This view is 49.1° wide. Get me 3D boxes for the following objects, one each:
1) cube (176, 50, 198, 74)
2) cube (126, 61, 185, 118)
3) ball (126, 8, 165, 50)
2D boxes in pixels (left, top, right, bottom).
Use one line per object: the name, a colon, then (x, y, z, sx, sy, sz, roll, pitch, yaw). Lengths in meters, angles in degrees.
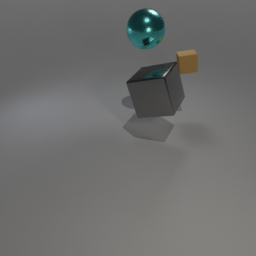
cube: (2.274, -2.552, 10.790, 0.700, 0.700, 0.700, -7, 29, 5)
cube: (0.997, -1.307, 9.682, 1.400, 1.400, 1.400, -3, 30, 30)
ball: (0.633, -3.529, 10.042, 1.400, 1.400, 1.400, 0, 31, 0)
